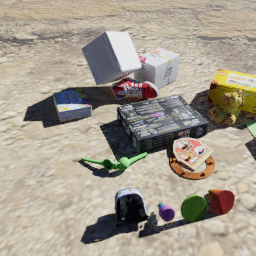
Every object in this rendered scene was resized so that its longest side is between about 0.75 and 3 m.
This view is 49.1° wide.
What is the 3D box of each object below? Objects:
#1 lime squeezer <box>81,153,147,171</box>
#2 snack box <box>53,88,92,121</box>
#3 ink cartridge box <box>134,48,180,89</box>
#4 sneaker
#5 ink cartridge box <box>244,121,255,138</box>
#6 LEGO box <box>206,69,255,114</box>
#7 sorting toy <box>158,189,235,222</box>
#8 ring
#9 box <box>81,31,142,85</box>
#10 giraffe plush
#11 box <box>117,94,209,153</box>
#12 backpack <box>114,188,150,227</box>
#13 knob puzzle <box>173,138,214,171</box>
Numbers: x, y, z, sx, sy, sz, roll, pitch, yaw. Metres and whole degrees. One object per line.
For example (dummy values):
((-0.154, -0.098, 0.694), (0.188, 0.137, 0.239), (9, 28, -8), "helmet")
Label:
((-0.459, 1.115, 9.618), (2.354, 0.444, 0.832), (-4, 37, -4), "lime squeezer")
((-2.472, -1.055, 12.361), (1.396, 0.560, 1.655), (-11, 38, -16), "snack box")
((1.468, -3.006, 14.243), (1.947, 1.408, 1.415), (-31, 47, -34), "ink cartridge box")
((0.224, -1.712, 13.015), (2.307, 0.822, 1.298), (23, 38, 38), "sneaker")
((5.668, 0.178, 10.825), (1.529, 0.504, 2.101), (-3, 39, -4), "ink cartridge box")
((5.145, -1.700, 12.761), (2.610, 1.007, 1.944), (17, 36, 21), "LEGO box")
((1.904, 2.155, 8.184), (2.311, 0.801, 0.796), (-8, 15, -14), "sorting toy")
((2.251, 1.167, 9.773), (1.568, 0.150, 1.568), (1, 37, -1), "ring")
((-0.723, -3.242, 13.041), (1.643, 1.918, 1.908), (-20, 3, 35), "box")
((4.294, -0.943, 11.671), (1.485, 1.204, 1.282), (1, 36, 1), "giraffe plush")
((1.304, -0.306, 11.294), (2.963, 0.645, 2.374), (-14, 39, -17), "box")
((0.046, 2.151, 7.815), (0.990, 0.943, 0.763), (-10, 22, -13), "backpack")
((2.208, 0.763, 10.046), (1.454, 0.202, 1.454), (-1, 46, 1), "knob puzzle")
